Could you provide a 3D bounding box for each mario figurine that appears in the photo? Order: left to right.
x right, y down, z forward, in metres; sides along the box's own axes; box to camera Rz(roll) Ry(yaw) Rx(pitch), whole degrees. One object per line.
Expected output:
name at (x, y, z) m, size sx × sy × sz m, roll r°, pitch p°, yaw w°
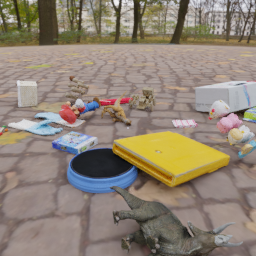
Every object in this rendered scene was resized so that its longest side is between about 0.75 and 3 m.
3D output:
mario figurine at (-2.201, -0.977, 12.327) m, size 1.073 × 1.250 × 2.025 m, roll 37°, pitch 38°, yaw 23°

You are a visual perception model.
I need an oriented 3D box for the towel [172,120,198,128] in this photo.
towel at (2.446, -0.209, 12.106) m, size 0.987 × 0.148 × 0.723 m, roll -2°, pitch 21°, yaw -4°

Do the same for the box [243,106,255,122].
box at (6.012, -0.634, 12.904) m, size 0.922 × 0.360 × 1.512 m, roll 17°, pitch 26°, yaw 38°

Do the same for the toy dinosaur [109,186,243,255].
toy dinosaur at (0.588, 2.031, 5.630) m, size 1.448 × 1.090 × 2.832 m, roll -2°, pitch 13°, yaw -38°

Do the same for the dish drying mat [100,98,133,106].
dish drying mat at (-0.612, -1.465, 15.238) m, size 1.915 × 0.174 × 0.735 m, roll -8°, pitch 22°, yaw -19°

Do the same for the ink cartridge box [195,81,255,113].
ink cartridge box at (5.001, -1.574, 13.682) m, size 2.838 × 1.175 × 2.068 m, roll -13°, pitch 14°, yaw -31°

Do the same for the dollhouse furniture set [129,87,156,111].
dollhouse furniture set at (0.881, -1.325, 14.429) m, size 1.208 × 0.916 × 1.379 m, roll 9°, pitch 46°, yaw 23°

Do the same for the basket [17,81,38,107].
basket at (-5.323, -1.803, 14.784) m, size 0.973 × 1.210 × 1.199 m, roll -2°, pitch 21°, yaw -22°

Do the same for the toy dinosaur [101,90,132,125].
toy dinosaur at (-0.499, -0.803, 12.882) m, size 1.391 × 0.791 × 2.618 m, roll 2°, pitch 38°, yaw -18°

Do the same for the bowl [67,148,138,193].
bowl at (-0.751, 1.162, 8.282) m, size 2.080 × 0.408 × 2.080 m, roll 0°, pitch 21°, yaw 0°

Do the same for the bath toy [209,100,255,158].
bath toy at (3.368, -0.027, 9.270) m, size 0.918 × 0.780 × 2.111 m, roll 16°, pitch 36°, yaw -45°

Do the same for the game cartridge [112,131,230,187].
game cartridge at (1.348, 0.798, 8.639) m, size 2.806 × 0.455 × 2.473 m, roll -6°, pitch 23°, yaw -43°

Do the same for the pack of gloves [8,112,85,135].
pack of gloves at (-3.489, -0.375, 12.069) m, size 2.516 × 0.496 × 2.114 m, roll 12°, pitch 26°, yaw 27°

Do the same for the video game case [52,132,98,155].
video game case at (-1.902, 0.523, 10.076) m, size 1.215 × 0.276 × 1.102 m, roll 12°, pitch 24°, yaw 28°

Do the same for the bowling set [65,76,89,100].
bowling set at (-2.674, -2.275, 14.913) m, size 0.833 × 1.080 × 1.552 m, roll 16°, pitch -31°, yaw -40°

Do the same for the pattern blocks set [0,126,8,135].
pattern blocks set at (-5.315, 0.111, 11.383) m, size 0.834 × 0.077 × 0.949 m, roll 2°, pitch 22°, yaw 5°
